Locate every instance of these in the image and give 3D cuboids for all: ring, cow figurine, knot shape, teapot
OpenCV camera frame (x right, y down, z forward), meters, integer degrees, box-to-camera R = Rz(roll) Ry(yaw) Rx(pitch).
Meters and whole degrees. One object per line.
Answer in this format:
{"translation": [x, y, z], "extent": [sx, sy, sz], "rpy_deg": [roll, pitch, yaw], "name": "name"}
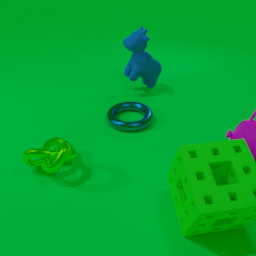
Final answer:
{"translation": [0.056, -0.328, 7.432], "extent": [1.262, 0.252, 1.262], "rpy_deg": [0, 35, 0], "name": "ring"}
{"translation": [0.477, -2.092, 8.347], "extent": [1.539, 1.514, 0.845], "rpy_deg": [18, 20, -30], "name": "cow figurine"}
{"translation": [-1.635, 0.557, 5.754], "extent": [1.049, 0.518, 1.121], "rpy_deg": [-14, 12, -2], "name": "knot shape"}
{"translation": [2.321, 0.330, 5.552], "extent": [0.810, 1.653, 1.028], "rpy_deg": [26, 18, 6], "name": "teapot"}

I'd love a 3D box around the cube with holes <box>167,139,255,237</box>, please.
{"translation": [1.391, 0.984, 4.574], "extent": [1.104, 1.104, 1.104], "rpy_deg": [-5, 55, -8], "name": "cube with holes"}
